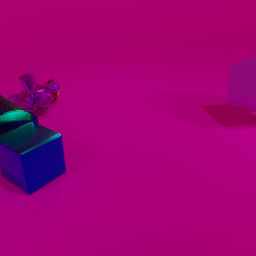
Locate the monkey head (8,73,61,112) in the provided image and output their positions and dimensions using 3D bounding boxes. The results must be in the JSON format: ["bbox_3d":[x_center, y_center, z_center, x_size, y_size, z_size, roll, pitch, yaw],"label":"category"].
[{"bbox_3d":[-3.265,-1.244,9.593,1.933,1.390,1.165,-21,26,-14],"label":"monkey head"}]

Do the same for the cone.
[{"bbox_3d":[-3.271,-0.486,7.002,1.523,1.523,1.529,-20,65,-32],"label":"cone"}]

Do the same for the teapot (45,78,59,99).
[{"bbox_3d":[-2.815,-1.464,10.476,0.537,1.097,0.682,-2,52,-2],"label":"teapot"}]

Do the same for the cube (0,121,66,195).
[{"bbox_3d":[-2.235,0.645,6.485,1.085,1.085,1.085,20,34,32],"label":"cube"}]

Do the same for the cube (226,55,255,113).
[{"bbox_3d":[4.197,-1.377,8.930,1.368,1.368,1.368,15,-10,-22],"label":"cube"}]
